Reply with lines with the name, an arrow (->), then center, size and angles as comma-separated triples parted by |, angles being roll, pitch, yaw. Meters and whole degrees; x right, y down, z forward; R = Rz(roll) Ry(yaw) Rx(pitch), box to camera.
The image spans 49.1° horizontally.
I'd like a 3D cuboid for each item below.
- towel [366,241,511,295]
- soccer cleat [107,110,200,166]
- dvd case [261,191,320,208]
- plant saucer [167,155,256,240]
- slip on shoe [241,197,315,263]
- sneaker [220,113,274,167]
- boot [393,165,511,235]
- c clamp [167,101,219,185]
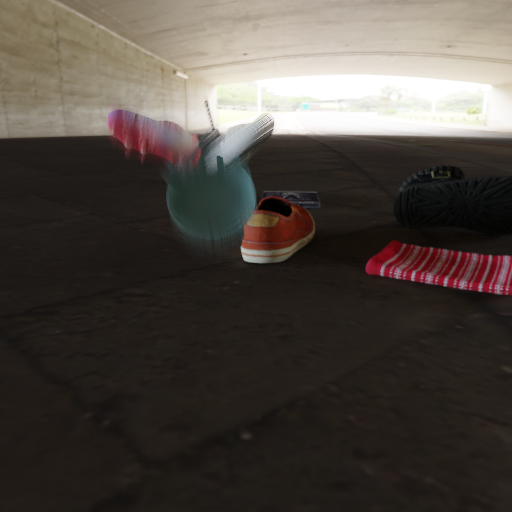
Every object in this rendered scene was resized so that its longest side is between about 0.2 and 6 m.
towel -> 3.243, 0.165, 9.607 | 2.382, 0.268, 1.722 | 9, 19, 28
soccer cleat -> -2.288, -2.781, 12.718 | 2.439, 0.933, 0.813 | 21, -36, -39
dvd case -> 0.982, -1.640, 16.219 | 1.626, 0.175, 2.187 | 1, 16, 3
plant saucer -> -0.617, -0.788, 7.744 | 1.214, 1.214, 0.218 | -2, -13, -7
slip on shoe -> 0.486, -0.716, 11.360 | 1.244, 1.028, 3.358 | 3, 14, 15
sneaker -> -0.255, -2.227, 10.455 | 0.571, 0.651, 1.624 | -16, -14, -37
boot -> 5.020, -1.429, 13.390 | 3.385, 1.274, 2.531 | 6, 16, 21
c clamp -> -1.302, -1.897, 11.522 | 0.270, 1.700, 1.990 | 1, -24, -42
